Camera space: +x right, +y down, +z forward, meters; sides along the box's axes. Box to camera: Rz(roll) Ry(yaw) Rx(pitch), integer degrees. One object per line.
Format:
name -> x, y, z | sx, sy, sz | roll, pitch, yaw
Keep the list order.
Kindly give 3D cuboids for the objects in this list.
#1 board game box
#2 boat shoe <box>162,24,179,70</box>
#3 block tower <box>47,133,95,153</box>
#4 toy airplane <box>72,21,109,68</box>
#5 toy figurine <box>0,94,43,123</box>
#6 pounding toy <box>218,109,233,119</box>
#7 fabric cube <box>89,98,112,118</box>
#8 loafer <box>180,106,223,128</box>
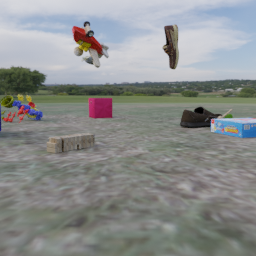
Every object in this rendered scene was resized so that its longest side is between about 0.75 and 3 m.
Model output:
board game box -> 3.972, -0.037, 9.437 | 1.677, 0.469, 1.642 | -2, 6, -17
boat shoe -> 1.947, -3.770, 13.165 | 0.737, 2.047, 0.739 | -6, 22, -9
block tower -> -1.329, 0.342, 6.768 | 0.357, 0.333, 1.233 | 7, 10, 40
toy airplane -> -1.554, -3.199, 11.016 | 1.219, 1.720, 1.728 | -30, 16, 14
toy figurine -> -5.309, -0.696, 14.370 | 2.778, 1.465, 1.664 | 8, -18, 37
pounding toy -> 3.836, -0.207, 10.844 | 0.733, 0.441, 0.949 | -29, -32, -1
fabric cube -> -1.626, -1.193, 16.489 | 1.165, 1.161, 1.143 | -3, 8, -25
loafer -> 3.180, -0.483, 11.686 | 2.339, 0.834, 0.854 | -5, 8, -35
